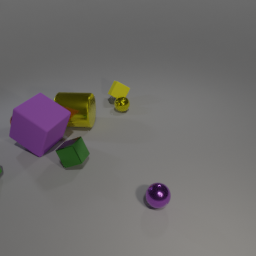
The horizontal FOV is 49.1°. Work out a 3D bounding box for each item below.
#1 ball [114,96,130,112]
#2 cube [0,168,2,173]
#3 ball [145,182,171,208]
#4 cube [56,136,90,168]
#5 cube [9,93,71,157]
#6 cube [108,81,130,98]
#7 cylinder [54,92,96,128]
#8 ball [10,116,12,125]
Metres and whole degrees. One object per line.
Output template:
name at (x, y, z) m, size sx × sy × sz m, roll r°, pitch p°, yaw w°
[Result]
ball at (-0.265, -1.071, 12.487) m, size 0.700 × 0.700 × 0.700 m, roll 0°, pitch 33°, yaw 0°
cube at (-4.489, 1.292, 8.624) m, size 0.700 × 0.700 × 0.700 m, roll -6°, pitch 27°, yaw 14°
ball at (0.835, 1.865, 7.760) m, size 0.700 × 0.700 × 0.700 m, roll 0°, pitch 33°, yaw 0°
cube at (-1.813, 0.801, 9.245) m, size 0.700 × 0.700 × 0.700 m, roll -17°, pitch 17°, yaw 22°
cube at (-3.132, -0.128, 9.976) m, size 1.400 × 1.400 × 1.400 m, roll 33°, pitch 39°, yaw 5°
cube at (-0.429, -1.720, 13.028) m, size 0.700 × 0.700 × 0.700 m, roll 26°, pitch 5°, yaw -19°
cylinder at (-2.115, -0.732, 11.277) m, size 1.400 × 1.400 × 1.400 m, roll 2°, pitch 33°, yaw 6°
ball at (-4.347, -0.262, 11.195) m, size 0.700 × 0.700 × 0.700 m, roll 0°, pitch 33°, yaw 0°
